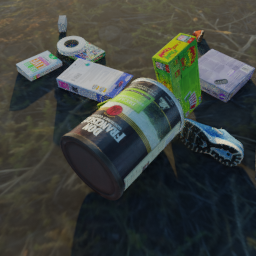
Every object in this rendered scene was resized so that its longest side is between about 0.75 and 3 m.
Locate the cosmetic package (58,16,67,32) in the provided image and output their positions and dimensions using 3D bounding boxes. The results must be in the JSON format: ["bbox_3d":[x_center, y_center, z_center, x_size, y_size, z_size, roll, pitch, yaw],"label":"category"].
[{"bbox_3d":[-3.201,-5.106,13.708,0.380,0.450,0.842,0,47,-2],"label":"cosmetic package"}]

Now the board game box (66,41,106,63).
[{"bbox_3d":[-1.965,-3.343,12.296,1.663,0.242,1.119,33,56,26],"label":"board game box"}]

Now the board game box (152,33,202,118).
[{"bbox_3d":[1.632,-1.465,8.860,0.616,2.589,1.315,30,65,36],"label":"board game box"}]

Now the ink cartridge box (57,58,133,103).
[{"bbox_3d":[-1.247,-1.796,10.752,2.564,0.538,1.530,20,52,20],"label":"ink cartridge box"}]

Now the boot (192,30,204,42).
[{"bbox_3d":[3.233,-4.282,13.091,0.493,0.345,0.919,12,43,17],"label":"boot"}]

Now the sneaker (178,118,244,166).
[{"bbox_3d":[2.593,0.352,8.846,2.214,0.868,0.996,32,37,21],"label":"sneaker"}]

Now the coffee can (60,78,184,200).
[{"bbox_3d":[-0.096,0.226,7.892,2.136,2.136,2.919,31,55,25],"label":"coffee can"}]

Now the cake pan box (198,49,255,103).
[{"bbox_3d":[3.595,-2.157,11.051,1.998,0.568,2.170,35,57,24],"label":"cake pan box"}]

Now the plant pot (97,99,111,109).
[{"bbox_3d":[-0.590,-0.521,9.494,0.774,0.778,0.706,-25,46,-20],"label":"plant pot"}]

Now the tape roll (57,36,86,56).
[{"bbox_3d":[-2.444,-3.584,12.197,1.255,0.229,1.255,-1,49,1],"label":"tape roll"}]

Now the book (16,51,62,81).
[{"bbox_3d":[-3.645,-2.569,11.590,1.023,0.368,1.531,38,57,24],"label":"book"}]
